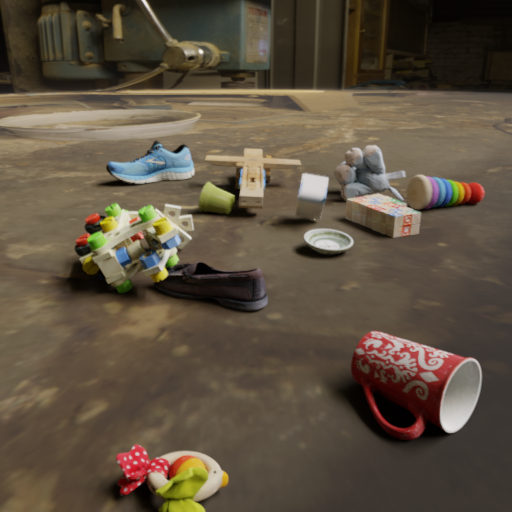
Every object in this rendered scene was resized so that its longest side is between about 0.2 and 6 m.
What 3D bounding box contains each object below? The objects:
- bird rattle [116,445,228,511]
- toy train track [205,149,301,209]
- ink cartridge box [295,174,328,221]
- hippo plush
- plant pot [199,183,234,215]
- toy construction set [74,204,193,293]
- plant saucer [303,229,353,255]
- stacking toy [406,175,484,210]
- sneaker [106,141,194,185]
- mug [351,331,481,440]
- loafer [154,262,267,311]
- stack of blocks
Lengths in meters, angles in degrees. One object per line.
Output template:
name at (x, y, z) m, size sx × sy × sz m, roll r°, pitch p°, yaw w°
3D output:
bird rattle at (-0.649, 1.779, 4.426) m, size 0.731 × 0.505 × 0.896 m, roll -3°, pitch 4°, yaw -43°
toy train track at (-0.098, -1.762, 13.374) m, size 2.376 × 0.674 × 4.143 m, roll 3°, pitch 23°, yaw -1°
ink cartridge box at (1.092, -1.134, 11.147) m, size 0.519 × 0.829 × 0.533 m, roll 10°, pitch 57°, yaw 2°
hippo plush at (2.518, -2.028, 13.128) m, size 1.612 × 1.284 × 1.296 m, roll -2°, pitch 21°, yaw -4°
plant pot at (-0.806, -1.159, 11.870) m, size 0.606 × 0.659 × 0.659 m, roll 18°, pitch 24°, yaw 13°
toy construction set at (-1.821, -0.311, 8.678) m, size 1.691 × 1.188 × 2.579 m, roll -23°, pitch 12°, yaw 6°
plant saucer at (1.240, -0.207, 9.711) m, size 0.855 × 0.215 × 0.855 m, roll 3°, pitch 27°, yaw -2°
stacking toy at (4.243, -1.387, 12.386) m, size 1.767 × 0.754 × 0.754 m, roll -1°, pitch 20°, yaw -21°
sneaker at (-2.792, -2.500, 14.700) m, size 2.333 × 1.049 × 0.914 m, roll -11°, pitch 23°, yaw -28°
mug at (1.436, 1.188, 5.411) m, size 0.952 × 0.716 × 1.073 m, roll -15°, pitch 22°, yaw -38°
loafer at (-0.659, 0.298, 7.920) m, size 1.819 × 0.573 × 0.654 m, roll 11°, pitch 23°, yaw 26°
stack of blocks at (2.560, -0.813, 11.081) m, size 0.851 × 0.433 × 1.478 m, roll -10°, pitch 23°, yaw -26°
